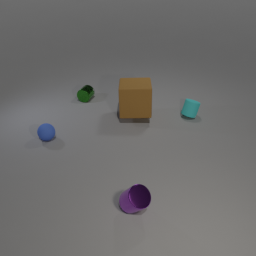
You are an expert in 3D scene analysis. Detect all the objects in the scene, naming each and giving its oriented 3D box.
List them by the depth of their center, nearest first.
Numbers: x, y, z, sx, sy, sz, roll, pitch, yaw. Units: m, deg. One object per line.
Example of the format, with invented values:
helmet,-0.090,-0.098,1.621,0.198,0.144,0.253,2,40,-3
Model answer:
cylinder,0.196,2.014,7.944,0.700,0.700,0.700,12,60,-21
ball,-3.273,0.161,11.226,0.700,0.700,0.700,0,31,0
cube,0.326,-1.351,12.451,1.400,1.400,1.400,-1,29,2
cylinder,2.864,-0.906,12.793,0.700,0.700,0.700,15,18,-5
cylinder,-2.167,-1.765,14.373,0.700,0.700,0.700,9,32,15
